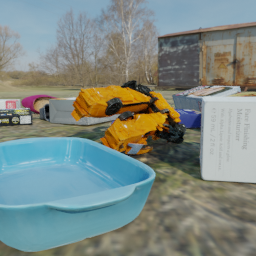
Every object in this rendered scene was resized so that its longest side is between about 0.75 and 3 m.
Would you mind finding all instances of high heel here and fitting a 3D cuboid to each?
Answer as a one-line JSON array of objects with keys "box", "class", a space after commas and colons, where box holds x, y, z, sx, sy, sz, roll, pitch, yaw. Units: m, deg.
[{"box": [-3.307, -0.981, 11.447, 2.586, 0.872, 1.243, 4, -1, 6], "class": "high heel"}]

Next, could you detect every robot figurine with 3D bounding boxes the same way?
[{"box": [0.160, -0.232, 5.725, 2.520, 0.734, 1.827, -9, 55, -53], "class": "robot figurine"}]

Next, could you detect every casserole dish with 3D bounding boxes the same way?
[{"box": [-0.857, 0.572, 3.192, 1.627, 0.521, 2.686, -6, 10, -30], "class": "casserole dish"}]

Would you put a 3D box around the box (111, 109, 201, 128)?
[{"box": [0.921, -0.312, 8.885, 2.905, 0.471, 1.759, -2, 9, -2], "class": "box"}]

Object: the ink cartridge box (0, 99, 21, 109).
[{"box": [-5.089, -0.750, 10.840, 1.629, 0.679, 1.182, -2, 9, -14], "class": "ink cartridge box"}]

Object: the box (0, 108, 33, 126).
[{"box": [-3.980, -0.355, 9.186, 1.564, 0.384, 1.260, -4, 13, -21], "class": "box"}]

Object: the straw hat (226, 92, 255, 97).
[{"box": [3.116, -0.286, 7.467, 1.887, 0.799, 1.887, -12, 21, 5], "class": "straw hat"}]

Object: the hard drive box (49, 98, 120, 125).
[{"box": [-1.373, -0.643, 9.703, 1.645, 0.810, 2.110, 4, 9, 30], "class": "hard drive box"}]

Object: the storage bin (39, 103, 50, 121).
[{"box": [-2.734, -0.608, 10.214, 0.998, 0.726, 0.670, -9, 2, -42], "class": "storage bin"}]

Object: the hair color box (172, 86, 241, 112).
[{"box": [2.992, -1.046, 10.973, 1.449, 0.887, 2.927, -19, 13, -9], "class": "hair color box"}]

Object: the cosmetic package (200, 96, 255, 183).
[{"box": [1.765, 0.115, 4.102, 1.348, 1.111, 1.112, 1, 9, 13], "class": "cosmetic package"}]
